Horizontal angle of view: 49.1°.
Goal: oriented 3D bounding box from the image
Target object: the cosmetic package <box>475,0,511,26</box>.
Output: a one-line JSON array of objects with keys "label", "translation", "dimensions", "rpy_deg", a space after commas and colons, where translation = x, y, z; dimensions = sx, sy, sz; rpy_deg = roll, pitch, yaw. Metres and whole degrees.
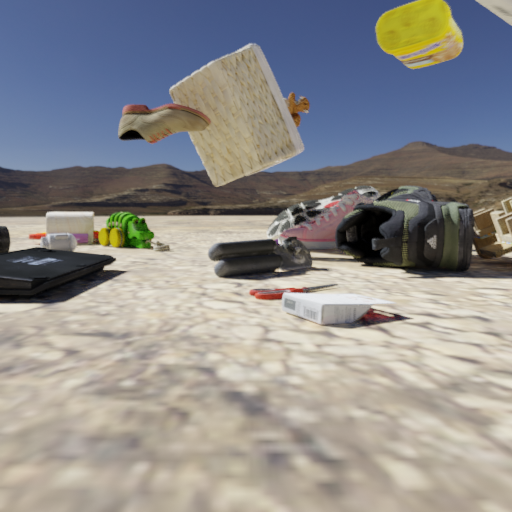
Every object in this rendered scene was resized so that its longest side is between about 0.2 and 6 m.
[{"label": "cosmetic package", "translation": [3.449, -3.663, 7.047], "dimensions": [1.204, 1.208, 0.742], "rpy_deg": [18, 22, -27]}]

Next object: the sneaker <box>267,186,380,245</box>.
[{"label": "sneaker", "translation": [1.713, -0.719, 13.622], "dimensions": [2.910, 1.214, 1.173], "rpy_deg": [-15, 25, 2]}]

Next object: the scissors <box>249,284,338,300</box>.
[{"label": "scissors", "translation": [0.505, 0.392, 6.151], "dimensions": [1.265, 0.088, 0.463], "rpy_deg": [-1, 3, -28]}]

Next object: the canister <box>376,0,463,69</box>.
[{"label": "canister", "translation": [2.591, -3.407, 8.723], "dimensions": [1.049, 0.611, 1.412], "rpy_deg": [-8, 1, 30]}]

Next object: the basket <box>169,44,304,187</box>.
[{"label": "basket", "translation": [-0.462, -3.153, 12.944], "dimensions": [1.856, 2.738, 1.689], "rpy_deg": [-17, 14, 40]}]

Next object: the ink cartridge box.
[{"label": "ink cartridge box", "translation": [0.723, 0.456, 4.933], "dimensions": [0.794, 0.227, 0.645], "rpy_deg": [7, 1, -28]}]

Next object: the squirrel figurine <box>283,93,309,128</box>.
[{"label": "squirrel figurine", "translation": [0.942, -3.713, 14.320], "dimensions": [0.826, 0.885, 0.626], "rpy_deg": [1, 30, -1]}]

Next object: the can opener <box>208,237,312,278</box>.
[{"label": "can opener", "translation": [0.059, 0.077, 8.211], "dimensions": [1.913, 0.510, 0.639], "rpy_deg": [-5, -25, -42]}]

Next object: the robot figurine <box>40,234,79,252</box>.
[{"label": "robot figurine", "translation": [-3.900, -0.240, 11.145], "dimensions": [0.724, 0.409, 0.614], "rpy_deg": [-3, -28, -30]}]

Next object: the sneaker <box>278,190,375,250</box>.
[{"label": "sneaker", "translation": [1.736, -0.813, 12.595], "dimensions": [2.522, 1.319, 0.949], "rpy_deg": [-1, 9, -8]}]

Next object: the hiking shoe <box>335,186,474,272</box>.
[{"label": "hiking shoe", "translation": [2.143, -0.553, 9.394], "dimensions": [1.783, 1.342, 3.543], "rpy_deg": [3, 6, -7]}]

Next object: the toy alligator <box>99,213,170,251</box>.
[{"label": "toy alligator", "translation": [-2.814, -0.588, 12.828], "dimensions": [0.872, 0.798, 2.941], "rpy_deg": [-4, 7, -40]}]

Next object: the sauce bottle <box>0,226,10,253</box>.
[{"label": "sauce bottle", "translation": [-5.203, -0.213, 8.884], "dimensions": [2.389, 0.773, 0.773], "rpy_deg": [-5, 7, -38]}]

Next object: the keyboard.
[{"label": "keyboard", "translation": [-2.953, 0.182, 7.025], "dimensions": [1.712, 0.366, 2.851], "rpy_deg": [6, 4, 0]}]

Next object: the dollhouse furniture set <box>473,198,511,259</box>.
[{"label": "dollhouse furniture set", "translation": [4.931, -0.281, 9.031], "dimensions": [2.360, 1.568, 2.068], "rpy_deg": [-22, 4, 4]}]

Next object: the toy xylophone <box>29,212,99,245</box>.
[{"label": "toy xylophone", "translation": [-4.661, -0.784, 15.075], "dimensions": [2.281, 0.783, 3.116], "rpy_deg": [-1, 5, -7]}]

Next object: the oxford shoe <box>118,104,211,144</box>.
[{"label": "oxford shoe", "translation": [-1.953, -2.680, 11.805], "dimensions": [2.165, 0.810, 0.763], "rpy_deg": [6, -18, 28]}]
